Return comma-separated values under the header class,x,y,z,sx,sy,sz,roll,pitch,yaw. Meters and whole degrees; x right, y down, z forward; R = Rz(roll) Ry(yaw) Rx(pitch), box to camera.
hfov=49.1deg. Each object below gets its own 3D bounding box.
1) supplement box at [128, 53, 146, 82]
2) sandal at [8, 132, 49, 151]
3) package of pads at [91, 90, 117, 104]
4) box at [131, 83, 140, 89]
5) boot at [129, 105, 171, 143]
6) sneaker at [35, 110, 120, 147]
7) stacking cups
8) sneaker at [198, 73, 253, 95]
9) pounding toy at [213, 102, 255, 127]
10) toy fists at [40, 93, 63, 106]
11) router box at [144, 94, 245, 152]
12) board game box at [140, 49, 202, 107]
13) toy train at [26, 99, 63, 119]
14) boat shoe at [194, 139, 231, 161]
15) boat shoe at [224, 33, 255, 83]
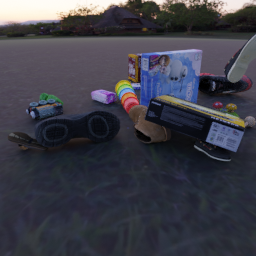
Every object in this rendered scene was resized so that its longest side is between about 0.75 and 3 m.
class,x,y,z,sx,sy,sz,roll,pitch,yaw
supplement box,0.936,-3.712,17.100,1.571,1.550,1.043,-9,24,-21
sandal,-3.073,0.483,8.598,1.340,0.366,0.547,17,27,2
package of pads,-1.140,-1.487,13.197,0.676,0.424,1.121,-23,32,-38
box,0.417,-2.311,15.527,0.497,0.173,0.835,-1,21,-3
boot,0.468,-0.168,9.591,0.868,0.846,2.299,-17,30,-21
sneaker,-1.615,-0.108,9.054,2.830,1.075,1.284,-3,12,-27
stacking cups,-0.031,-1.292,12.442,0.861,0.861,2.847,-3,27,-6
sneaker,4.689,-2.163,14.060,2.877,1.017,1.405,7,23,22
pounding toy,3.731,-0.535,10.416,1.308,0.787,1.695,-15,27,-32
toy fists,-3.414,-1.217,12.292,1.197,0.610,0.412,18,70,37
router box,2.147,-0.276,8.722,2.738,0.715,2.153,20,16,17
board game box,1.646,-1.602,10.675,2.537,2.550,0.553,-15,27,-31
toy train,-3.305,-0.744,11.263,1.415,0.603,0.807,-17,37,-36
boat shoe,2.479,0.590,8.221,0.460,0.394,1.258,-4,23,-34
boat shoe,3.890,-2.440,9.274,0.701,1.917,0.601,19,34,-19
